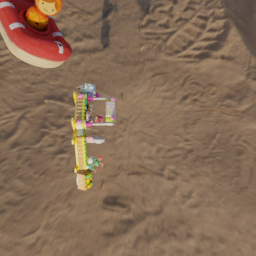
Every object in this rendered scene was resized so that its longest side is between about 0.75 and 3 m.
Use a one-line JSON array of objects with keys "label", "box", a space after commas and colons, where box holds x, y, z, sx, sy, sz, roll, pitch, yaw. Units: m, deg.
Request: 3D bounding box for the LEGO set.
[{"label": "LEGO set", "box": [-0.677, 0.136, 5.860, 0.856, 1.058, 2.301, -2, 80, -3]}]

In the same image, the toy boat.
[{"label": "toy boat", "box": [-1.865, -2.327, 5.874, 1.360, 1.358, 2.081, -38, 75, 33]}]
